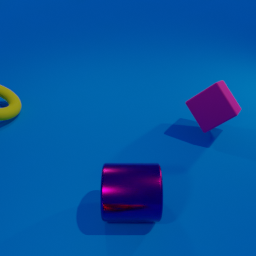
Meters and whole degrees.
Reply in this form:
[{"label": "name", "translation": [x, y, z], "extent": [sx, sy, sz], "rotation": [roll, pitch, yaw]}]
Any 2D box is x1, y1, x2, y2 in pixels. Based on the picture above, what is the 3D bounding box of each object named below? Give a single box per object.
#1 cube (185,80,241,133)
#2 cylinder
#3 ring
[{"label": "cube", "translation": [2.536, -0.649, 8.284], "extent": [1.067, 1.067, 1.067], "rotation": [59, 30, 4]}, {"label": "cylinder", "translation": [0.073, 1.373, 6.041], "extent": [1.231, 1.231, 1.231], "rotation": [0, 36, 0]}, {"label": "ring", "translation": [-4.546, -0.926, 9.220], "extent": [1.990, 0.398, 1.990], "rotation": [23, 27, -13]}]
